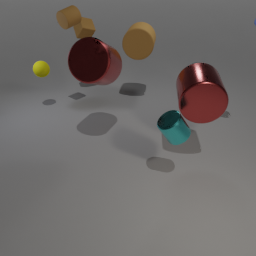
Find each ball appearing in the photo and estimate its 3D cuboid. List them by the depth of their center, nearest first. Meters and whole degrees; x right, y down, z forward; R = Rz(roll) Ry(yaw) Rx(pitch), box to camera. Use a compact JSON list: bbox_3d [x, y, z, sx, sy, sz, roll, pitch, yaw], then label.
[{"bbox_3d":[-3.724,-2.531,12.054,0.700,0.700,0.700,0,29,0],"label":"ball"}]

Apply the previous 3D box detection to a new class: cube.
[{"bbox_3d":[-2.040,-4.652,13.094,0.700,0.700,0.700,-3,65,-38],"label":"cube"}]

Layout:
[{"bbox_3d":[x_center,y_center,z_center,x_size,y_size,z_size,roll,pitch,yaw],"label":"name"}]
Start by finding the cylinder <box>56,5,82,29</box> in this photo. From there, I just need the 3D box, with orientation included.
[{"bbox_3d":[-2.278,-4.272,10.813,0.700,0.700,0.700,23,50,35],"label":"cylinder"}]

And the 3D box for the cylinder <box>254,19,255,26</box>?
[{"bbox_3d":[4.538,-3.318,8.946,0.700,0.700,0.700,-39,26,23],"label":"cylinder"}]

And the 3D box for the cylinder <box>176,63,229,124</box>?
[{"bbox_3d":[2.214,-1.082,8.560,1.400,1.400,1.400,2,36,4],"label":"cylinder"}]

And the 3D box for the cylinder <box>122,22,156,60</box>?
[{"bbox_3d":[0.532,-3.992,12.801,1.400,1.400,1.400,4,32,8],"label":"cylinder"}]

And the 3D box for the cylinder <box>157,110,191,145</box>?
[{"bbox_3d":[1.248,-0.008,7.600,0.700,0.700,0.700,-25,37,21],"label":"cylinder"}]

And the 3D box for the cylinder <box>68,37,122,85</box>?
[{"bbox_3d":[-1.036,-2.125,9.155,1.400,1.400,1.400,8,8,14],"label":"cylinder"}]
